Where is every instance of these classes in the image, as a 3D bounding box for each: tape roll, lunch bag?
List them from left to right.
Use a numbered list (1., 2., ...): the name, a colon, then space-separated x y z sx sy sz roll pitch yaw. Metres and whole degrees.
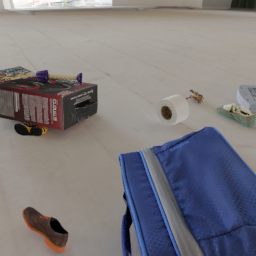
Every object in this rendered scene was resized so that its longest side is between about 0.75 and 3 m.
1. tape roll: 1.469 -0.584 9.220 0.632 0.921 0.921 -22 36 -34
2. lunch bag: 0.899 1.562 4.084 1.980 2.033 2.993 -18 29 0

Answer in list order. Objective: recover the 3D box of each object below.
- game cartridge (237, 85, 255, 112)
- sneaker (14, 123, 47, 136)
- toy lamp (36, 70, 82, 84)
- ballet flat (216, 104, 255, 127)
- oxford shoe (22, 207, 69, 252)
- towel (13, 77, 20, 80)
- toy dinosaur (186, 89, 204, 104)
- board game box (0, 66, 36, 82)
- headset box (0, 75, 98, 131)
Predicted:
1. game cartridge: 4.980 -1.141 10.794 1.401 0.437 2.103 1 29 11
2. sneaker: -3.025 0.036 8.758 1.030 0.360 0.464 8 12 13
3. toy lamp: -2.251 -1.670 9.182 1.465 0.426 0.426 2 29 -5
4. ballet flat: 3.714 -0.566 9.598 0.550 0.520 1.632 -15 32 -25
5. oxford shoe: -1.522 1.771 5.237 1.130 0.410 0.402 31 15 22
6. towel: -4.224 -1.425 11.078 1.474 0.631 1.221 14 33 21
7. toy dinosaur: 2.697 -1.209 10.932 0.662 0.419 0.977 25 20 20
8. board game box: -5.502 -2.041 12.264 1.818 0.464 2.684 27 38 37
9. headset box: -2.538 -0.914 9.310 2.981 1.118 2.215 11 21 19
